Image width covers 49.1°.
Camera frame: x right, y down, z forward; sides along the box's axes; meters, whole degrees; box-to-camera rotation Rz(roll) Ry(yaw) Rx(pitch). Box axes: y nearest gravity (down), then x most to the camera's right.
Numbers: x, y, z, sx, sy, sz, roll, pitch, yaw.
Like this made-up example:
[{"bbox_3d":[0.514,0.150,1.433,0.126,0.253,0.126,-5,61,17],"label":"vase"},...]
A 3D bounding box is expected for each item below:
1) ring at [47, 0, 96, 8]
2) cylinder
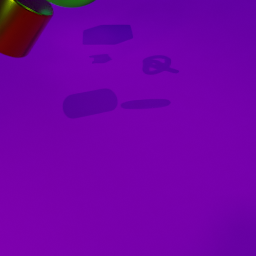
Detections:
[{"bbox_3d":[-0.917,-2.450,4.417,1.305,1.305,0.261,-6,67,-7],"label":"ring"},{"bbox_3d":[-2.121,-2.066,5.260,1.064,1.064,1.064,33,32,-24],"label":"cylinder"}]
